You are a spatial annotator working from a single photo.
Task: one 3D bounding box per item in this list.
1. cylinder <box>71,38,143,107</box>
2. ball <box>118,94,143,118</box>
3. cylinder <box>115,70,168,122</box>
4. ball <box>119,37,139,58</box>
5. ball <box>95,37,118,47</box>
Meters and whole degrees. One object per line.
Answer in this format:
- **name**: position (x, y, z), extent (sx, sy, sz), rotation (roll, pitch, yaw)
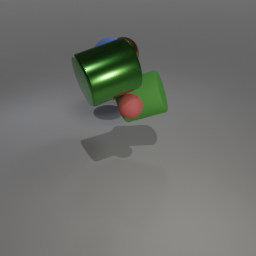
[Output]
- **cylinder**: position (-0.553, -1.447, 7.296), extent (1.400, 1.400, 1.400), rotation (-24, 35, -15)
- **ball**: position (0.062, -0.619, 7.914), extent (0.700, 0.700, 0.700), rotation (0, 29, 0)
- **cylinder**: position (0.451, -1.026, 9.197), extent (1.400, 1.400, 1.400), rotation (-15, 26, 16)
- **ball**: position (-0.206, -3.330, 12.494), extent (1.400, 1.400, 1.400), rotation (0, 29, 0)
- **ball**: position (-0.612, -2.568, 10.185), extent (1.400, 1.400, 1.400), rotation (0, 29, 0)
